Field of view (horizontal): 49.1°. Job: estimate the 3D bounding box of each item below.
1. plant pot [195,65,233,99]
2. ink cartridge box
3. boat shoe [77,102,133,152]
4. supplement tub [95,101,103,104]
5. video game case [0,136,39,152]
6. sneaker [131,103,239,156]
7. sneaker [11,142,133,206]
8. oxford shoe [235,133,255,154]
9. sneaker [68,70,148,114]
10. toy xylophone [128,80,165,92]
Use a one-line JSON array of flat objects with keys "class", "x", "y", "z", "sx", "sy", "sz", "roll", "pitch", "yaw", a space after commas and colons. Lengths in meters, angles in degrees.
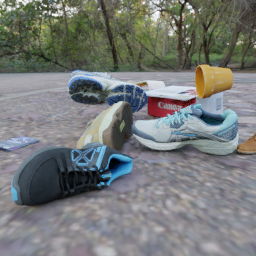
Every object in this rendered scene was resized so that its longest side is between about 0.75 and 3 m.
[{"class": "plant pot", "x": 2.455, "y": -1.342, "z": 7.963, "sx": 0.861, "sy": 0.941, "sz": 0.941, "roll": -6, "pitch": 14, "yaw": -2}, {"class": "ink cartridge box", "x": 1.726, "y": -0.812, "z": 9.508, "sx": 1.929, "sy": 0.921, "sz": 2.197, "roll": -17, "pitch": 20, "yaw": -36}, {"class": "boat shoe", "x": -0.522, "y": -0.054, "z": 6.753, "sx": 0.998, "sy": 0.939, "sz": 2.620, "roll": -9, "pitch": 11, "yaw": 14}, {"class": "supplement tub", "x": -1.315, "y": -1.733, "z": 13.151, "sx": 1.070, "sy": 1.070, "sz": 1.746, "roll": 8, "pitch": 16, "yaw": 29}, {"class": "video game case", "x": -2.676, "y": 0.357, "z": 6.614, "sx": 0.652, "sy": 0.087, "sz": 0.913, "roll": 8, "pitch": 15, "yaw": 29}, {"class": "sneaker", "x": 1.194, "y": -0.111, "z": 5.982, "sx": 2.273, "sy": 0.981, "sz": 0.882, "roll": 3, "pitch": 38, "yaw": 10}, {"class": "sneaker", "x": -0.723, "y": 0.619, "z": 4.150, "sx": 0.817, "sy": 0.730, "sz": 1.995, "roll": 10, "pitch": 17, "yaw": 35}, {"class": "oxford shoe", "x": 2.799, "y": 0.285, "z": 6.187, "sx": 1.203, "sy": 0.429, "sz": 0.429, "roll": -14, "pitch": 21, "yaw": -33}, {"class": "sneaker", "x": -0.574, "y": -1.244, "z": 8.563, "sx": 2.615, "sy": 1.008, "sz": 1.114, "roll": 13, "pitch": 31, "yaw": -29}, {"class": "toy xylophone", "x": 0.538, "y": -1.851, "z": 13.446, "sx": 1.912, "sy": 0.656, "sz": 2.611, "roll": -2, "pitch": 3, "yaw": -22}]
